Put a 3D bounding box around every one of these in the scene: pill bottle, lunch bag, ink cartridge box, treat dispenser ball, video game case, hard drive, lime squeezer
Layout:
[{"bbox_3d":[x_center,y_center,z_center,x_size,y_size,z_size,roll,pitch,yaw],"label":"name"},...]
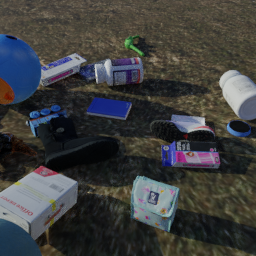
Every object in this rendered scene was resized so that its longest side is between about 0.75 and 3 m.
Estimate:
[{"bbox_3d":[-0.399,-2.409,12.076,1.961,1.092,1.092,-6,39,-9],"label":"pill bottle"},{"bbox_3d":[0.645,1.759,6.741,1.086,1.275,0.778,16,41,17],"label":"lunch bag"},{"bbox_3d":[-2.231,1.788,6.840,1.237,0.711,1.704,20,28,21],"label":"ink cartridge box"},{"bbox_3d":[-3.099,-2.711,12.846,2.345,0.435,1.110,-32,48,-23],"label":"ink cartridge box"},{"bbox_3d":[-4.661,-2.198,10.679,2.610,2.610,2.610,0,39,0],"label":"treat dispenser ball"},{"bbox_3d":[-1.336,-2.735,13.223,1.957,0.186,1.398,-25,45,-26],"label":"video game case"},{"bbox_3d":[-0.704,-0.758,10.742,1.498,0.190,0.988,9,40,11],"label":"hard drive"},{"bbox_3d":[1.906,0.810,8.624,1.712,0.317,0.811,0,50,4],"label":"ink cartridge box"},{"bbox_3d":[0.300,-4.744,15.480,0.968,0.517,2.742,-2,38,-3],"label":"lime squeezer"},{"bbox_3d":[4.305,-1.332,10.678,1.168,1.168,2.042,-4,39,-5],"label":"pill bottle"}]

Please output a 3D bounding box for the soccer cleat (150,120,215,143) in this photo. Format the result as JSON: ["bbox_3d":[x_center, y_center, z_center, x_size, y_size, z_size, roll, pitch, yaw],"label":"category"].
[{"bbox_3d":[1.809,0.093,9.398,2.112,0.720,0.773,9,22,12],"label":"soccer cleat"}]

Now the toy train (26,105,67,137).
[{"bbox_3d":[-2.785,-0.261,9.833,1.442,0.625,0.824,-21,52,-27],"label":"toy train"}]

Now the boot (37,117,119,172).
[{"bbox_3d":[-1.636,0.285,8.886,2.295,0.876,1.928,-15,43,-12],"label":"boot"}]

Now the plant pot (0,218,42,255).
[{"bbox_3d":[-2.607,2.681,4.446,2.341,1.577,2.341,3,75,-10],"label":"plant pot"}]

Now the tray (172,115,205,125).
[{"bbox_3d":[2.163,-0.196,10.093,1.192,0.132,0.640,6,38,8],"label":"tray"}]

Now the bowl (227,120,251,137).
[{"bbox_3d":[3.898,-0.002,9.834,0.793,0.156,0.793,0,39,0],"label":"bowl"}]

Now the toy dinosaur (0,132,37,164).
[{"bbox_3d":[-3.948,0.497,8.555,2.341,1.196,1.589,-11,18,21],"label":"toy dinosaur"}]
